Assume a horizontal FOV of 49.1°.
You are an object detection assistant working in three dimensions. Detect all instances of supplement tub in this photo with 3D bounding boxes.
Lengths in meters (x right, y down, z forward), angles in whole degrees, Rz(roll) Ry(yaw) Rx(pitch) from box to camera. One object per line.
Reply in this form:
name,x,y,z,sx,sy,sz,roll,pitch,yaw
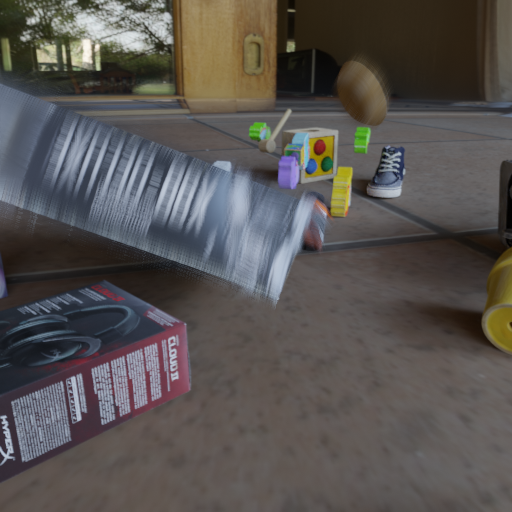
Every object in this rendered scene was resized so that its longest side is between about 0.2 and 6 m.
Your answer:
supplement tub,0.844,-0.547,8.664,0.461,0.863,0.461,10,-21,4

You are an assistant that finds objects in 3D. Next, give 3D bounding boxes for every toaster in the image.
toaster,5.372,-0.539,8.339,2.864,1.699,2.590,-1,19,-2

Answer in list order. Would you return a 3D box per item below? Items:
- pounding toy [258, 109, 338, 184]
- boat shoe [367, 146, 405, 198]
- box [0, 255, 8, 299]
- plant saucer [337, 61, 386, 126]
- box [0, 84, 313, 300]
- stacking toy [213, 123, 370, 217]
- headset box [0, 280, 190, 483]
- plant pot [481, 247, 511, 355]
pounding toy,1.152,-2.887,14.735,2.101,1.846,0.961,-14,24,-35
boat shoe,3.233,-2.129,13.820,0.837,1.039,2.241,6,20,15
box,-3.873,0.223,7.406,0.542,0.879,0.872,12,23,33
plant saucer,1.389,-2.171,7.644,0.168,0.950,0.950,-34,29,-13
box,-1.339,-0.862,7.091,3.250,1.025,4.121,20,5,-10
stacking toy,0.948,-2.195,13.300,3.039,0.947,4.031,7,32,16
headset box,-1.760,0.992,5.348,2.093,0.808,1.558,-19,27,-39
plant pot,3.098,0.550,6.348,1.110,1.110,1.044,15,39,37
